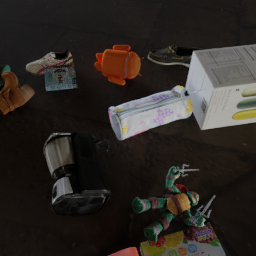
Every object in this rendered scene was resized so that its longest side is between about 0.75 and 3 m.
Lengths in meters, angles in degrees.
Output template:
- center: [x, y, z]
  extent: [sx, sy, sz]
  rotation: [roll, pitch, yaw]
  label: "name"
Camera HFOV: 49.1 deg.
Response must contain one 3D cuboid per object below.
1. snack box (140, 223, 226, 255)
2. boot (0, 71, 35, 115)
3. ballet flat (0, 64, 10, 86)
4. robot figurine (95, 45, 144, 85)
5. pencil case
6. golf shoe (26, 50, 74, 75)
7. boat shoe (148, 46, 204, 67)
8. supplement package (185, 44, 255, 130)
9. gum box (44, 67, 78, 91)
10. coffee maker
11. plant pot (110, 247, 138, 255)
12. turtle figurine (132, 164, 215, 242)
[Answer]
- center: [1.435, 3.367, 7.041]
  extent: [1.968, 0.521, 1.400]
  rotation: [-13, 51, -11]
  label: "snack box"
- center: [-4.827, -1.379, 11.050]
  extent: [1.932, 0.741, 1.500]
  rotation: [36, 62, 18]
  label: "boot"
- center: [-5.493, -2.100, 11.721]
  extent: [0.566, 0.562, 1.654]
  rotation: [-3, 39, 10]
  label: "ballet flat"
- center: [-0.355, -2.655, 11.755]
  extent: [2.004, 1.168, 1.441]
  rotation: [7, 47, 7]
  label: "robot figurine"
- center: [0.798, -0.557, 9.841]
  extent: [2.951, 1.339, 1.227]
  rotation: [-19, 89, -13]
  label: "pencil case"
- center: [-3.407, -2.892, 12.087]
  extent: [2.045, 0.942, 0.743]
  rotation: [-14, 53, -10]
  label: "golf shoe"
- center: [2.163, -3.317, 12.552]
  extent: [2.519, 0.758, 0.898]
  rotation: [8, 50, 7]
  label: "boat shoe"
- center: [3.790, -1.495, 10.134]
  extent: [2.725, 2.068, 2.053]
  rotation: [-8, 50, -7]
  label: "supplement package"
- center: [-2.799, -2.065, 11.677]
  extent: [1.272, 0.283, 1.081]
  rotation: [-8, 52, -11]
  label: "gum box"
- center: [-1.280, 1.258, 8.204]
  extent: [2.138, 1.499, 2.226]
  rotation: [-14, 52, -12]
  label: "coffee maker"
- center: [-0.296, 3.715, 6.114]
  extent: [1.727, 1.727, 1.528]
  rotation: [-18, 62, -15]
  label: "plant pot"
- center: [1.352, 2.088, 7.703]
  extent: [2.333, 1.175, 1.747]
  rotation: [-17, 52, -29]
  label: "turtle figurine"
